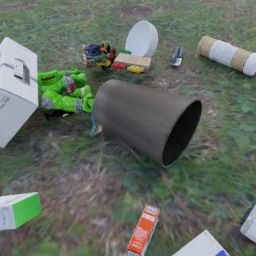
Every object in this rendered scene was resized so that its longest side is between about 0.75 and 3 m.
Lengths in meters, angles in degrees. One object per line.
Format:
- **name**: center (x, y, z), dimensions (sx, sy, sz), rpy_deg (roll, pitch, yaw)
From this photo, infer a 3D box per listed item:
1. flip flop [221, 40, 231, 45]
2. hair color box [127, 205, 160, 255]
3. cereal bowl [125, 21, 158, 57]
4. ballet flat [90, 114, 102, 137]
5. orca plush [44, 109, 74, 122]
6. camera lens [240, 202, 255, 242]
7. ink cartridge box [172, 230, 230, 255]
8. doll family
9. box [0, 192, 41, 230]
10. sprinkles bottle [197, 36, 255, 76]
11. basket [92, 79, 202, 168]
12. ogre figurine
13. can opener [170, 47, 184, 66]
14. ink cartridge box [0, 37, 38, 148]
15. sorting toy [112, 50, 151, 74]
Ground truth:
- **flip flop**: center (4.331, -3.889, 12.789), dimensions (0.824, 0.237, 0.334), rpy_deg (-5, 45, -5)
- **hair color box**: center (0.356, 2.377, 6.324), dimensions (0.352, 0.610, 1.101), rpy_deg (17, 48, 16)
- **cereal bowl**: center (0.657, -3.499, 11.592), dimensions (0.701, 1.684, 1.684), rpy_deg (7, 36, -38)
- **ballet flat**: center (-0.996, -0.097, 9.009), dimensions (0.383, 0.345, 1.018), rpy_deg (12, 41, -16)
- **orca plush**: center (-2.253, -0.688, 9.485), dimensions (1.202, 0.427, 0.632), rpy_deg (-16, 48, -15)
- **camera lens**: center (3.160, 2.238, 6.261), dimensions (1.107, 0.885, 0.885), rpy_deg (33, 54, 27)
- **ink cartridge box**: center (1.673, 2.938, 6.041), dimensions (1.082, 0.254, 1.070), rpy_deg (-27, 53, -22)
- **doll family**: center (-1.097, -2.983, 11.433), dimensions (1.376, 0.934, 2.381), rpy_deg (-9, 44, -5)
- **box**: center (-2.555, 1.762, 5.994), dimensions (0.928, 1.052, 0.508), rpy_deg (-9, 89, 10)
- **sprinkles bottle**: center (4.095, -2.990, 11.462), dimensions (2.487, 0.849, 0.849), rpy_deg (33, 54, 28)
- **basket**: center (0.453, -0.349, 8.265), dimensions (2.680, 1.823, 2.417), rpy_deg (25, 43, 27)
- **ogre figurine**: center (-2.185, -1.331, 9.509), dimensions (1.668, 1.365, 2.783), rpy_deg (-4, 56, -21)
- **can opener**: center (2.121, -3.080, 11.859), dimensions (0.390, 0.492, 1.480), rpy_deg (12, 42, 13)
- **ink cartridge box**: center (-3.826, -1.120, 8.689), dimensions (1.170, 2.072, 2.822), rpy_deg (27, 31, -38)
- **sorting toy**: center (0.170, -2.327, 10.366), dimensions (1.244, 0.437, 2.581), rpy_deg (10, 28, 4)
